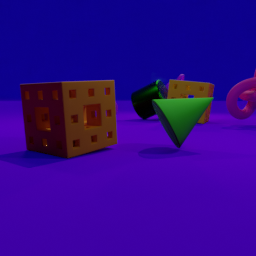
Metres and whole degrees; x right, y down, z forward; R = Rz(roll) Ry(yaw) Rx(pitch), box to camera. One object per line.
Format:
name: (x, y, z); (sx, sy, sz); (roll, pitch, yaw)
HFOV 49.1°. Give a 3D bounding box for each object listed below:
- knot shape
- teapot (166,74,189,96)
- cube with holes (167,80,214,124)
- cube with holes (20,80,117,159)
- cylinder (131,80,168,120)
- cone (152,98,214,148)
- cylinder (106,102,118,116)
knot shape: (3.634, -1.054, 8.199); (0.892, 1.807, 1.931); (45, 1, 16)
teapot: (2.056, -1.381, 11.665); (1.082, 1.740, 0.852); (28, 32, 36)
cube with holes: (2.162, -0.932, 9.726); (1.305, 1.305, 1.305); (9, 9, 22)
cube with holes: (-0.916, -0.204, 4.444); (1.035, 1.035, 1.035); (5, 12, 39)
cylinder: (0.898, -1.062, 10.627); (1.169, 1.169, 1.169); (-23, -5, 26)
cone: (0.971, -0.266, 4.428); (0.875, 0.871, 0.871); (-29, 7, 0)
cylinder: (-0.874, -0.707, 10.060); (0.782, 0.782, 0.782); (-3, 9, -27)
